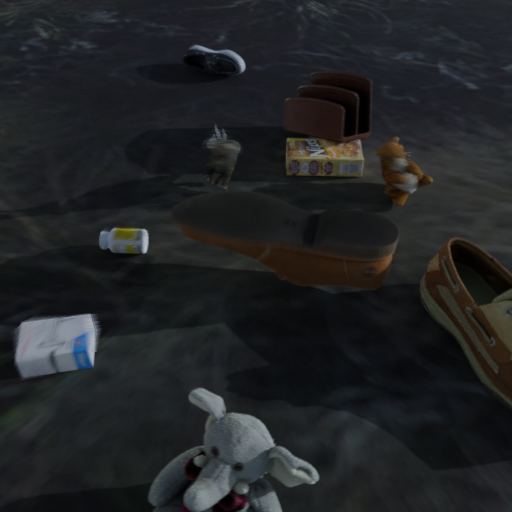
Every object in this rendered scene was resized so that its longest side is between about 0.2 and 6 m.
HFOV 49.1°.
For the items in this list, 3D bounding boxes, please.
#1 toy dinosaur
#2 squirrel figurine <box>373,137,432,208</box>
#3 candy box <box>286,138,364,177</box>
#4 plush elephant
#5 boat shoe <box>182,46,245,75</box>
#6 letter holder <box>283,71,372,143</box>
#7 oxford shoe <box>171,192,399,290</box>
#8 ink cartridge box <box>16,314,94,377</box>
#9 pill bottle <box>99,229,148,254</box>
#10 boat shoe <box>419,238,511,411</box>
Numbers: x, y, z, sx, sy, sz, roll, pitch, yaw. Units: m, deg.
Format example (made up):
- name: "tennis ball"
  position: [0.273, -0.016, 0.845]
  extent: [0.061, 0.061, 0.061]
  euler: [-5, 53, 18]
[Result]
- name: "toy dinosaur"
  position: [-0.607, -1.723, 10.274]
  extent: [0.676, 0.898, 1.757]
  euler: [29, 3, -2]
- name: "squirrel figurine"
  position: [2.477, -1.628, 10.089]
  extent: [0.783, 1.032, 1.106]
  euler: [-36, 29, 10]
- name: "candy box"
  position: [1.329, -1.949, 11.048]
  extent: [1.477, 0.408, 0.852]
  euler: [2, 38, 2]
- name: "plush elephant"
  position: [-0.284, 2.169, 5.351]
  extent: [1.542, 1.450, 1.872]
  euler: [21, 45, 23]
- name: "boat shoe"
  position: [-1.164, -5.022, 14.581]
  extent: [1.855, 0.649, 0.615]
  euler: [27, 60, 26]
- name: "letter holder"
  position: [1.434, -3.100, 11.424]
  extent: [0.860, 1.216, 1.711]
  euler: [-19, 29, -35]
- name: "oxford shoe"
  position: [0.300, -0.126, 8.272]
  extent: [3.368, 1.200, 1.201]
  euler: [14, 42, 16]
- name: "ink cartridge box"
  position: [-2.622, 1.170, 7.364]
  extent: [0.903, 0.381, 0.659]
  euler: [-7, 42, -9]
- name: "pill bottle"
  position: [-2.135, -0.242, 9.038]
  extent: [0.713, 0.399, 0.399]
  euler: [2, 40, 2]
- name: "boat shoe"
  position: [3.209, 0.891, 7.118]
  extent: [1.154, 1.126, 3.050]
  euler: [-18, 43, -20]
